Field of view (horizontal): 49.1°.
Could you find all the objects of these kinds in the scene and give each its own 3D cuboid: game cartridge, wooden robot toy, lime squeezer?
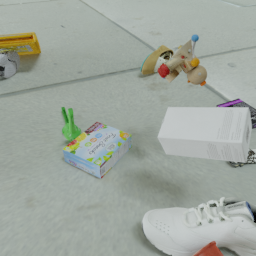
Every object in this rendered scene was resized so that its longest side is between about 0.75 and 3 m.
[{"bbox_3d":[-5.009,-3.376,11.718,2.514,0.463,2.851,-9,6,-12],"label":"game cartridge"},{"bbox_3d":[1.158,-1.116,5.630,0.832,0.857,1.889,-41,1,-1],"label":"wooden robot toy"},{"bbox_3d":[-1.735,-0.101,8.083,0.507,0.950,2.689,-30,13,-11],"label":"lime squeezer"}]

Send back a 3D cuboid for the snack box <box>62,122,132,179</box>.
[{"bbox_3d":[-0.772,0.530,7.467,1.235,0.496,1.464,21,42,27],"label":"snack box"}]

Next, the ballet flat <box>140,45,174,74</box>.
[{"bbox_3d":[1.325,-2.878,11.778,0.797,0.868,2.528,23,42,12],"label":"ballet flat"}]

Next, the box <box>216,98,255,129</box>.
[{"bbox_3d":[3.650,-0.446,8.996,0.967,0.244,1.353,-16,38,-20],"label":"box"}]

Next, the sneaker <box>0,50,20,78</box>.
[{"bbox_3d":[-5.567,-2.347,10.852,1.575,1.029,2.740,15,43,15],"label":"sneaker"}]

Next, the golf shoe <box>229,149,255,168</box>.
[{"bbox_3d":[3.137,0.682,7.282,1.053,0.497,0.409,-16,39,-22],"label":"golf shoe"}]

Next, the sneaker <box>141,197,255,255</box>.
[{"bbox_3d":[1.657,1.748,5.256,2.806,1.222,1.046,1,37,3],"label":"sneaker"}]

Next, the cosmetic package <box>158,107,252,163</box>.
[{"bbox_3d":[1.376,0.079,5.051,1.471,0.624,0.792,4,54,33],"label":"cosmetic package"}]

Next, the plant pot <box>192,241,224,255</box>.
[{"bbox_3d":[1.343,2.590,4.326,1.140,1.140,1.108,-23,51,-28],"label":"plant pot"}]
